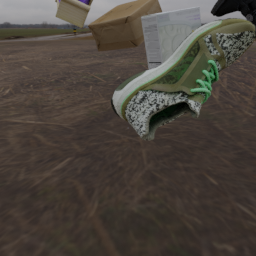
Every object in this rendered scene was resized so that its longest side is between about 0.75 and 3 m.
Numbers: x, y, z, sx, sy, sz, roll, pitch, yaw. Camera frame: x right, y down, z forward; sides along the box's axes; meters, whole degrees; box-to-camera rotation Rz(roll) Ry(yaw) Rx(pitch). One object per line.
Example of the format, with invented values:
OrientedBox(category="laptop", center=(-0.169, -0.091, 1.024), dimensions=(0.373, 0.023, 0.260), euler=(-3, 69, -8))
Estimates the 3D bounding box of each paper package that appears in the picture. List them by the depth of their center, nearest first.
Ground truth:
OrientedBox(category="paper package", center=(-0.045, -3.523, 9.507), dimensions=(1.841, 0.999, 1.931), euler=(4, 42, 37))

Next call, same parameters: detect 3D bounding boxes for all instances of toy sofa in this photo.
OrientedBox(category="toy sofa", center=(-1.075, -2.534, 5.487), dimensions=(0.550, 0.648, 1.327), euler=(16, 30, -24))

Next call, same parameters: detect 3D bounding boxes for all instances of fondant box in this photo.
OrientedBox(category="fondant box", center=(1.024, -1.553, 5.952), dimensions=(1.270, 1.760, 0.513), euler=(-24, 25, -32))

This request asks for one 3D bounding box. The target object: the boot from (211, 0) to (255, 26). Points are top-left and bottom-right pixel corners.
OrientedBox(category="boot", center=(2.960, -2.506, 6.529), dimensions=(1.927, 0.633, 1.589), euler=(41, -1, 1))

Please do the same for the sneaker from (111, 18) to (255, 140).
OrientedBox(category="sneaker", center=(0.672, -0.423, 2.937), dimensions=(1.706, 0.656, 0.756), euler=(-35, 51, 10))
